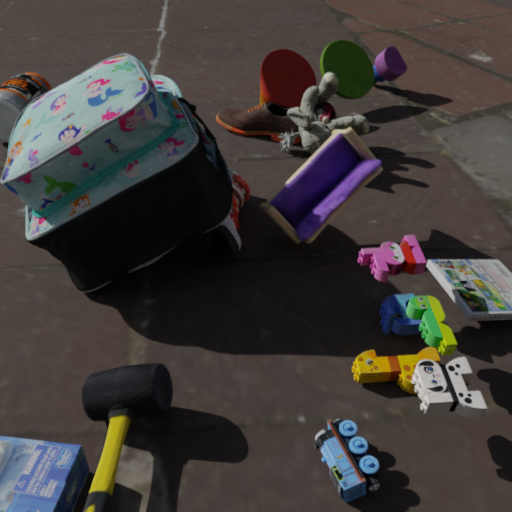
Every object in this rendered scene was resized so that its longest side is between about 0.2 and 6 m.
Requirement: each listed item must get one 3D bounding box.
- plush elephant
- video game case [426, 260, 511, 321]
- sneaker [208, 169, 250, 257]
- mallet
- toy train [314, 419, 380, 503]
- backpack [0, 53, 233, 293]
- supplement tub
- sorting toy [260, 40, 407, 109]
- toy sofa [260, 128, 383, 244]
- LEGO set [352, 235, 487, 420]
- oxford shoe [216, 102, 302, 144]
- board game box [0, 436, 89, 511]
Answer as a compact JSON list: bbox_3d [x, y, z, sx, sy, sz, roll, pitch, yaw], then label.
[{"bbox_3d":[1.399,-2.610,11.519,1.920,1.581,1.487,-32,26,6],"label":"plush elephant"},{"bbox_3d":[3.452,0.488,8.461,1.276,0.154,1.399,0,33,-13],"label":"video game case"},{"bbox_3d":[-0.522,-0.890,9.899,1.183,0.737,2.208,-26,42,-18],"label":"sneaker"},{"bbox_3d":[-1.440,2.335,5.772,1.008,0.630,3.061,-16,36,6],"label":"mallet"},{"bbox_3d":[1.011,2.270,6.310,0.527,0.400,0.922,-18,42,-12],"label":"toy train"},{"bbox_3d":[-2.278,-1.569,9.159,3.183,2.700,3.586,-28,34,6],"label":"backpack"},{"bbox_3d":[-5.431,-3.456,12.851,1.113,1.113,1.817,3,38,4],"label":"supplement tub"},{"bbox_3d":[1.724,-4.324,14.016,4.302,1.492,1.482,-18,-3,-26],"label":"sorting toy"},{"bbox_3d":[1.075,-1.164,9.270,1.962,0.813,0.957,-45,19,-2],"label":"toy sofa"},{"bbox_3d":[1.813,1.067,7.323,1.138,1.058,2.773,-3,44,-4],"label":"LEGO set"},{"bbox_3d":[0.098,-3.185,12.762,2.177,0.789,0.775,14,41,17],"label":"oxford shoe"},{"bbox_3d":[-3.288,2.849,5.317,2.531,0.552,2.543,4,34,6],"label":"board game box"}]
